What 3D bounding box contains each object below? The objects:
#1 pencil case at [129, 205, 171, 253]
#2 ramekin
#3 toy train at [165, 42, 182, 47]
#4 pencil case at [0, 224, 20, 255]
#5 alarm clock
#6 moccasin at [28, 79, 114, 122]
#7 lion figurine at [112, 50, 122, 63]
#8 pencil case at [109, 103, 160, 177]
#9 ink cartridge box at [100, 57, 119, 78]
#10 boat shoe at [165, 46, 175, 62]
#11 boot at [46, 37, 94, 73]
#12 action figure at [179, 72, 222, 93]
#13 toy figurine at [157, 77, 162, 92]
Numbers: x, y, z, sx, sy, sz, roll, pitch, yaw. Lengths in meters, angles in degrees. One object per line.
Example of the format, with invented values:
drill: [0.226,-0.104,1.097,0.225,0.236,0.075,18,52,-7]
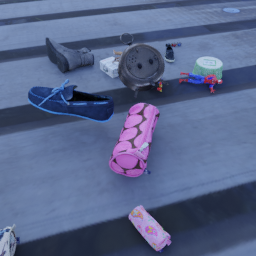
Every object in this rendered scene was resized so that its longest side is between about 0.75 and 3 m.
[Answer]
pencil case: [0.498,2.314,6.501,0.475,0.475,1.087,-28,49,-28]
ramekin: [3.435,-2.540,11.989,1.255,0.613,1.255,0,41,0]
toy train: [2.358,-4.269,14.360,0.885,0.151,0.203,-8,45,-9]
pencil case: [-3.252,2.531,6.089,1.608,0.626,0.719,-2,46,-2]
alarm clock: [0.363,-2.411,10.049,1.643,0.811,2.436,-24,78,-12]
moccasin: [-1.788,-1.024,9.047,2.793,0.952,1.124,10,41,-5]
lion figurine: [-0.120,-3.103,12.383,1.127,0.667,1.839,8,26,-6]
pencil case: [0.309,0.247,8.323,1.139,1.176,2.511,25,43,-7]
ink cartridge box: [-0.663,-2.673,12.289,0.740,0.426,1.013,-26,47,-27]
boat shoe: [1.981,-3.512,13.313,0.449,0.375,1.204,3,42,0]
boot: [-2.717,-3.476,13.037,1.672,0.886,2.539,-21,56,-27]
action figure: [2.933,-1.865,11.266,1.690,0.552,0.837,6,32,9]
toy figurine: [0.984,-2.050,11.404,0.813,0.716,1.357,1,40,9]
